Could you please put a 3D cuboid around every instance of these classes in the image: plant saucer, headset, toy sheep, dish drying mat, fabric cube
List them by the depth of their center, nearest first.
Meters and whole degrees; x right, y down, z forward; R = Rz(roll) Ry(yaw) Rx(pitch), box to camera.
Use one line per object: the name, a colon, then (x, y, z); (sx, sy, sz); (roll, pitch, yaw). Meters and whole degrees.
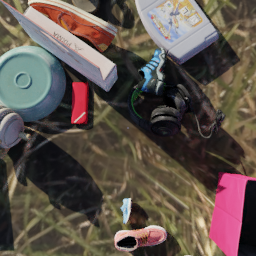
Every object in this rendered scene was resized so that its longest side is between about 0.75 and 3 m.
fabric cube: (3.589, 2.395, 7.438); (2.074, 2.107, 2.114); (9, 86, 2)
headset: (1.284, -0.569, 7.885); (2.736, 1.285, 1.689); (26, 62, 15)
toy sheep: (-3.742, 0.033, 7.975); (2.142, 1.477, 1.477); (18, 86, 6)
plant saucer: (-3.149, -1.413, 8.569); (2.413, 0.434, 2.413); (0, 85, 0)
dish drying mat: (-1.486, -0.773, 8.672); (0.495, 0.117, 1.289); (1, 86, 1)

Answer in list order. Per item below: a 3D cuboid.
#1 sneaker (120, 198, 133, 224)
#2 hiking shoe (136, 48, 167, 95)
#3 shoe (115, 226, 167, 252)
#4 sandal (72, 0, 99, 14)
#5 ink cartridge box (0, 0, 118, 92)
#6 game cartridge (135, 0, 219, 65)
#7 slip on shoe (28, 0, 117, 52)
sneaker: (-0.066, 2.478, 8.386); (0.337, 0.294, 0.750); (4, 81, 18)
hiking shoe: (0.705, -1.763, 8.211); (0.773, 0.663, 1.783); (7, 53, 3)
shoe: (0.381, 3.218, 8.067); (1.552, 0.706, 0.554); (-5, 86, 0)
sandal: (-1.360, -4.699, 8.592); (0.926, 0.619, 2.266); (2, 101, 1)
ink cartridge box: (-1.645, -2.266, 7.565); (2.915, 2.530, 0.635); (35, 85, 2)
game cartridge: (1.422, -3.337, 8.712); (1.677, 0.523, 2.518); (-35, 86, -7)
slip on shoe: (-1.748, -3.141, 8.351); (2.893, 1.072, 0.885); (27, 102, 6)
